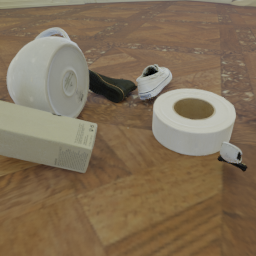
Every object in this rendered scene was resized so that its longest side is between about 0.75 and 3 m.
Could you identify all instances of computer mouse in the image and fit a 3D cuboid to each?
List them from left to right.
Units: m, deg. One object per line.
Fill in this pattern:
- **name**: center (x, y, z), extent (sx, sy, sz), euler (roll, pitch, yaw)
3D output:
- **computer mouse**: center (2.347, 0.677, 6.463), extent (0.738, 1.346, 0.295), euler (30, 84, 32)

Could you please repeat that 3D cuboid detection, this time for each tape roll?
- **tape roll**: center (1.938, -0.262, 8.415), extent (2.403, 0.841, 2.403), euler (-1, 36, 1)

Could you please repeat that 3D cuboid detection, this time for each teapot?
- **teapot**: center (-2.722, -1.549, 8.903), extent (2.144, 2.897, 2.936), euler (9, 26, 21)

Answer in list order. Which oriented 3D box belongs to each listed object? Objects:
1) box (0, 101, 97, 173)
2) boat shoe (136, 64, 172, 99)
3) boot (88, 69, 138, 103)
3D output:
- **box**: center (-2.169, 0.216, 6.798), extent (2.657, 1.092, 0.908), euler (15, 46, -9)
- **boat shoe**: center (1.052, -2.054, 11.041), extent (1.026, 0.912, 2.790), euler (-9, 23, 22)
- **boot**: center (-0.726, -1.805, 11.099), extent (1.984, 0.768, 1.372), euler (38, 41, 13)
